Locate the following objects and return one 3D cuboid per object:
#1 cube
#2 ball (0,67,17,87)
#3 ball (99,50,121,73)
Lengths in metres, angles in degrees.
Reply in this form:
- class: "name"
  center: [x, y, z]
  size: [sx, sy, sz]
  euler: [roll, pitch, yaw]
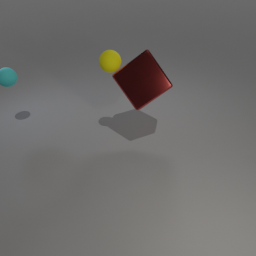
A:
- class: "cube"
  center: [0.517, -1.609, 9.374]
  size: [1.400, 1.400, 1.400]
  euler: [-34, 6, 12]
- class: "ball"
  center: [-4.407, -1.845, 10.189]
  size: [0.700, 0.700, 0.700]
  euler: [0, 33, 0]
- class: "ball"
  center: [-0.564, -2.097, 8.820]
  size: [0.700, 0.700, 0.700]
  euler: [0, 33, 0]
